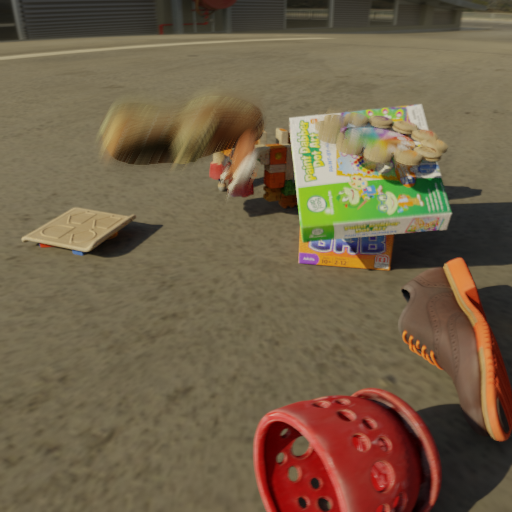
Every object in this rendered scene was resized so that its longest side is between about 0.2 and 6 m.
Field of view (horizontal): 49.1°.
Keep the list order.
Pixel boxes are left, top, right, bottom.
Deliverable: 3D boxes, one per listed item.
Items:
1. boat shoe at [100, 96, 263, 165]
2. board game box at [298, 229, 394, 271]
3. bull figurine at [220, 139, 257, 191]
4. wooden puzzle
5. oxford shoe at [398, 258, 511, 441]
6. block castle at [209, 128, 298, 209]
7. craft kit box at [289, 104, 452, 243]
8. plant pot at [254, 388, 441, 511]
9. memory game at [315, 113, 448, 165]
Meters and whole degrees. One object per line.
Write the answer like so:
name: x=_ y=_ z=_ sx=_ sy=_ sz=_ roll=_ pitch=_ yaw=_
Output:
boat shoe: x=-1.434 y=-2.347 z=11.235 sx=3.231 sy=1.222 sz=1.193 roll=-8 pitch=48 yaw=-10
board game box: x=1.867 y=-0.974 z=11.398 sx=1.816 sy=1.817 sz=1.816 roll=5 pitch=28 yaw=9
bull figurine: x=-0.311 y=-1.811 z=11.119 sx=0.831 sy=0.446 sz=1.369 roll=-34 pitch=28 yaw=29
wooden puzzle: x=-3.761 y=-0.500 z=12.070 sx=1.847 sy=0.428 sz=1.711 roll=6 pitch=28 yaw=21
oxford shoe: x=2.799 y=1.334 z=8.106 sx=1.259 sy=1.235 sz=3.471 roll=-19 pitch=23 yaw=18
block castle: x=0.674 y=-2.247 z=14.166 sx=3.378 sy=1.585 sz=2.257 roll=-8 pitch=25 yaw=-19
craft kit box: x=1.917 y=-1.512 z=9.960 sx=2.486 sy=0.611 sz=2.517 roll=-7 pitch=59 yaw=5
plant pot: x=0.943 y=2.171 z=5.781 sx=1.435 sy=1.575 sz=1.575 roll=-11 pitch=29 yaw=-33
memory game: x=2.041 y=-1.968 z=9.205 sx=2.198 sy=0.140 sz=2.198 roll=5 pitch=31 yaw=-3
